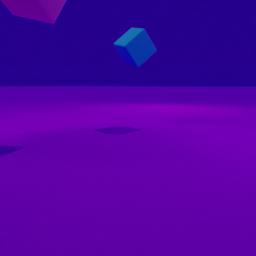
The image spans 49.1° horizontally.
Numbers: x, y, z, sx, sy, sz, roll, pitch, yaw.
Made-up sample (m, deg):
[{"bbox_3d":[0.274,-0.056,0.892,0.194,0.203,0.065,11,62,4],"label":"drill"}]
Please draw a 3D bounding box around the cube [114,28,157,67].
[{"bbox_3d":[0.202,-2.339,8.108,0.764,0.764,0.764,-43,34,-7],"label":"cube"}]

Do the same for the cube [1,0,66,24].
[{"bbox_3d":[-2.101,-3.222,6.054,1.205,1.205,1.205,19,-13,18],"label":"cube"}]
